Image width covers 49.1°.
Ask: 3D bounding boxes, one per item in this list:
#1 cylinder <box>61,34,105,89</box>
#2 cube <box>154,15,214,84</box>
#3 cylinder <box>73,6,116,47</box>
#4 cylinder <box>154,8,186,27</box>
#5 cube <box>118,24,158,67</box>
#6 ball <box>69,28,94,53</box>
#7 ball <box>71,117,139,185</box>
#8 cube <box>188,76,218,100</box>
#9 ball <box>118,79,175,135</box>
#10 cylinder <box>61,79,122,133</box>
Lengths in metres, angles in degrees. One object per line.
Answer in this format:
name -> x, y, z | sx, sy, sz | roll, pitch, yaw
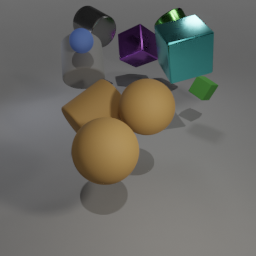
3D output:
cylinder -> -1.540, -2.259, 9.516 | 1.400, 1.400, 1.400 | -5, 70, -8
cube -> 1.750, -2.488, 8.836 | 1.400, 1.400, 1.400 | -16, 43, -2
cylinder -> -1.486, -4.500, 12.439 | 1.400, 1.400, 1.400 | -26, 52, -36
cylinder -> 2.082, -4.253, 12.338 | 1.400, 1.400, 1.400 | -27, -4, -2
cube -> 0.492, -4.013, 13.847 | 1.400, 1.400, 1.400 | -12, -13, 36
ball -> -1.349, -2.523, 8.111 | 0.700, 0.700, 0.700 | 0, 31, 0
ball -> -0.468, 0.474, 5.849 | 1.400, 1.400, 1.400 | 0, 31, 0
cube -> 2.932, -1.551, 10.893 | 0.700, 0.700, 0.700 | 42, 29, 27
ball -> 0.464, -0.518, 6.958 | 1.400, 1.400, 1.400 | 0, 31, 0
cylinder -> -0.884, -0.408, 7.832 | 1.400, 1.400, 1.400 | -39, 44, -16
